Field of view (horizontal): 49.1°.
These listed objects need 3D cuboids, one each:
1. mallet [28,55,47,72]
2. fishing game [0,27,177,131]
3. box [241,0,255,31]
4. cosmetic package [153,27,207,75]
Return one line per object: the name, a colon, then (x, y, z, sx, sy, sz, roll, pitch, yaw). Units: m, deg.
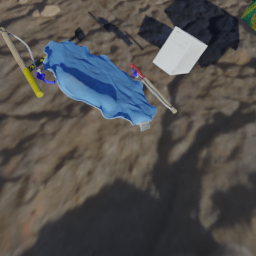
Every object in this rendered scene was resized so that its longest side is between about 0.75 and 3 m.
mallet: (-1.678, -1.398, 5.830, 0.417, 0.261, 1.266, 39, 36, -19)
fishing game: (-0.325, -0.516, 3.404, 2.195, 0.341, 1.572, -2, 45, -50)
box: (3.063, -1.825, 4.785, 2.297, 1.348, 0.556, 39, 75, -7)
cosmetic package: (1.111, -1.524, 5.694, 0.461, 0.751, 1.820, 37, 22, 11)
